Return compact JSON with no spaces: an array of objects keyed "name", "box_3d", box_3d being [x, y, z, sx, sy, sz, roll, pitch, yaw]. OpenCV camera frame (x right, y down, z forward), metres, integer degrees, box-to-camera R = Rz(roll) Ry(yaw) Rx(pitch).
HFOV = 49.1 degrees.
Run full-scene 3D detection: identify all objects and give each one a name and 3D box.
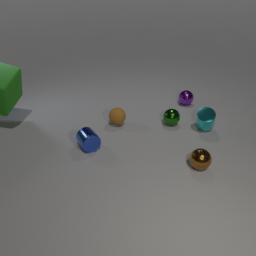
[{"name":"ball","box_3d":[2.739,-1.429,13.203,0.700,0.700,0.700,0,30,0]},{"name":"ball","box_3d":[-0.435,-0.491,11.442,0.700,0.700,0.700,0,30,0]},{"name":"ball","box_3d":[2.331,1.002,8.999,0.700,0.700,0.700,0,30,0]},{"name":"cube","box_3d":[-5.006,-1.547,10.661,1.400,1.400,1.400,16,46,-3]},{"name":"cylinder","box_3d":[-1.413,0.414,10.008,0.700,0.700,0.700,-15,33,-24]},{"name":"ball","box_3d":[1.789,-0.448,11.507,0.700,0.700,0.700,0,30,0]},{"name":"cylinder","box_3d":[3.050,-0.344,10.972,0.700,0.700,0.700,-5,58,8]}]
